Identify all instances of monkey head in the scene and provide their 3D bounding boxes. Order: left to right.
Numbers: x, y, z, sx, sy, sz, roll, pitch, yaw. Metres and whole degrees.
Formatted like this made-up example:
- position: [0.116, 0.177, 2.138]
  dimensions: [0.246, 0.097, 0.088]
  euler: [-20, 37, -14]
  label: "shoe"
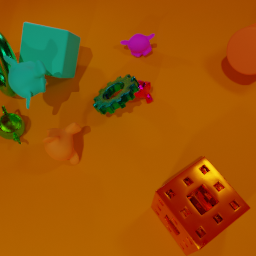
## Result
- position: [-2.500, -1.267, 6.978]
  dimensions: [0.875, 1.045, 1.452]
  euler: [-25, 90, -29]
  label: "monkey head"
- position: [-1.609, 0.353, 7.144]
  dimensions: [0.981, 1.363, 0.821]
  euler: [-30, 49, 7]
  label: "monkey head"
- position: [0.388, -2.818, 9.237]
  dimensions: [1.164, 0.702, 0.838]
  euler: [-6, 46, 20]
  label: "monkey head"
- position: [0.390, -1.047, 8.316]
  dimensions: [0.620, 1.028, 0.740]
  euler: [-20, 85, -39]
  label: "monkey head"

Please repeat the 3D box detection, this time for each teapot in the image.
- position: [-3.217, -0.052, 7.716]
  dimensions: [0.772, 0.608, 1.242]
  euler: [-23, 81, -29]
  label: "teapot"

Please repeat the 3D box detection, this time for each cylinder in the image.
- position: [3.628, -2.262, 7.822]
  dimensions: [1.270, 1.270, 1.270]
  euler: [-30, 63, -38]
  label: "cylinder"

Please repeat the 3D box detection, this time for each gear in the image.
- position: [-0.347, -0.961, 7.953]
  dimensions: [1.413, 0.261, 1.413]
  euler: [-25, 34, 19]
  label: "gear"

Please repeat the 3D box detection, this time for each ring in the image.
- position: [-3.634, -1.835, 8.034]
  dimensions: [0.392, 1.960, 1.960]
  euler: [-26, 63, -34]
  label: "ring"

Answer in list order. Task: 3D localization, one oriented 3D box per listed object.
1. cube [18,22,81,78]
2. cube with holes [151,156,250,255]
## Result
- position: [-2.279, -2.241, 8.285]
  dimensions: [1.291, 1.291, 1.291]
  euler: [12, 101, 4]
  label: "cube"
- position: [1.518, 1.786, 6.310]
  dimensions: [1.376, 1.376, 1.376]
  euler: [-31, 66, -16]
  label: "cube with holes"
